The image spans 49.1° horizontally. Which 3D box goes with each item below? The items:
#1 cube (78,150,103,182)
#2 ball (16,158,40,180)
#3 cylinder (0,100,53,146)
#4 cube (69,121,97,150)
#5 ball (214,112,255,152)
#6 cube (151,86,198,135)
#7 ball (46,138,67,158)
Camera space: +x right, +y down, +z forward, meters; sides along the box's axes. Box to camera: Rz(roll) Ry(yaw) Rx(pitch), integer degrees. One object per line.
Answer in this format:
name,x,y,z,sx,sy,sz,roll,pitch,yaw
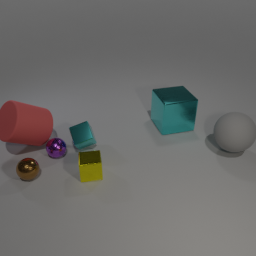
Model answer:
cube,-1.187,1.208,8.889,0.700,0.700,0.700,-5,33,-8
ball,-3.135,1.281,8.771,0.700,0.700,0.700,0,32,0
cylinder,-3.584,-0.138,9.747,1.400,1.400,1.400,30,11,39
cube,-1.601,0.269,9.988,0.700,0.700,0.700,-21,72,-2
ball,3.677,0.140,9.647,1.400,1.400,1.400,0,32,0
cube,1.816,-0.738,11.297,1.400,1.400,1.400,-8,33,-13
ball,-2.491,0.680,9.725,0.700,0.700,0.700,0,32,0
